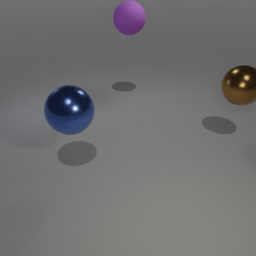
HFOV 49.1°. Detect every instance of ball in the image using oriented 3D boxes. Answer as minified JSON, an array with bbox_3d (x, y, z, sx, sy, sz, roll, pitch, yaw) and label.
[{"bbox_3d":[-1.650,-0.505,7.931,1.400,1.400,1.400,0,29,0],"label":"ball"},{"bbox_3d":[0.058,-4.755,12.144,1.400,1.400,1.400,0,29,0],"label":"ball"},{"bbox_3d":[3.997,-1.487,9.809,1.400,1.400,1.400,0,29,0],"label":"ball"}]
